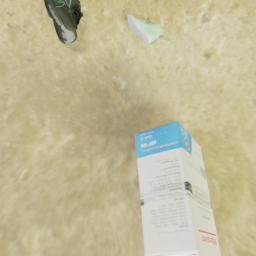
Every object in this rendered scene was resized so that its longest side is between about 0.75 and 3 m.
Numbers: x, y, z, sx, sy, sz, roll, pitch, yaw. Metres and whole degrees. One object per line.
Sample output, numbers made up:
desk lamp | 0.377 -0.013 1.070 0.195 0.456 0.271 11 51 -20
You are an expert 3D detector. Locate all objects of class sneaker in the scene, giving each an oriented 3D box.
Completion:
sneaker | -1.786 -3.391 8.138 1.027 0.977 2.590 -17 53 -12
sneaker | 0.538 -3.120 8.559 0.703 0.439 1.192 -33 71 -18

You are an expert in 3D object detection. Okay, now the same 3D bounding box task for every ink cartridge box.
ink cartridge box | 1.016 1.585 5.531 0.996 1.703 2.937 -17 60 24
